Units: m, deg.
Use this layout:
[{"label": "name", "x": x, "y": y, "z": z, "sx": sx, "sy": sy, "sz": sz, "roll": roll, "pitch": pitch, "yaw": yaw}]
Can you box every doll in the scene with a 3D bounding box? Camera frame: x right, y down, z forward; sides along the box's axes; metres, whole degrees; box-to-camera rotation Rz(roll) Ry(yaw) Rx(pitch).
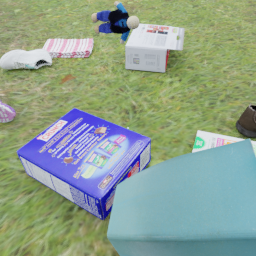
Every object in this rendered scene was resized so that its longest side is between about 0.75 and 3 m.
[{"label": "doll", "x": -0.249, "y": -2.351, "z": 6.327, "sx": 1.352, "sy": 0.923, "sz": 0.328, "roll": 17, "pitch": 40, "yaw": 43}]

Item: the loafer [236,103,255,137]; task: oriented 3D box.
[{"label": "loafer", "x": 4.818, "y": -0.349, "z": 8.571, "sx": 2.862, "sy": 1.021, "sz": 1.045, "roll": -7, "pitch": 40, "yaw": -9}]

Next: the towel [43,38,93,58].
[{"label": "towel", "x": -2.889, "y": -3.892, "z": 13.390, "sx": 2.374, "sy": 0.355, "sz": 1.737, "roll": 0, "pitch": 39, "yaw": 0}]

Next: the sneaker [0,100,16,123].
[{"label": "sneaker", "x": -4.444, "y": -0.733, "z": 9.344, "sx": 1.789, "sy": 0.720, "sz": 0.791, "roll": 13, "pitch": 34, "yaw": 17}]

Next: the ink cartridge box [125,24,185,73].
[{"label": "ink cartridge box", "x": 1.251, "y": -3.569, "z": 12.391, "sx": 2.316, "sy": 1.106, "sz": 2.638, "roll": 8, "pitch": 40, "yaw": 9}]

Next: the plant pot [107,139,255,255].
[{"label": "plant pot", "x": 1.137, "y": 1.707, "z": 5.272, "sx": 2.714, "sy": 1.917, "sz": 1.918, "roll": -11, "pitch": 37, "yaw": 19}]

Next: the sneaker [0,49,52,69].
[{"label": "sneaker", "x": -4.263, "y": -2.781, "z": 11.808, "sx": 2.102, "sy": 0.791, "sz": 0.930, "roll": -18, "pitch": 55, "yaw": -21}]

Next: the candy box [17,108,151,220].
[{"label": "candy box", "x": -1.064, "y": 0.748, "z": 7.261, "sx": 2.613, "sy": 1.006, "sz": 2.209, "roll": 24, "pitch": 47, "yaw": 24}]

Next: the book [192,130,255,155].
[{"label": "book", "x": 2.812, "y": 0.717, "z": 7.815, "sx": 1.933, "sy": 0.464, "sz": 1.291, "roll": 11, "pitch": 38, "yaw": 16}]
